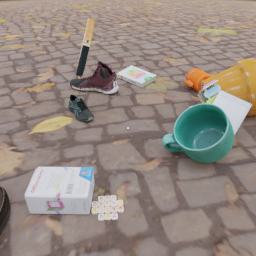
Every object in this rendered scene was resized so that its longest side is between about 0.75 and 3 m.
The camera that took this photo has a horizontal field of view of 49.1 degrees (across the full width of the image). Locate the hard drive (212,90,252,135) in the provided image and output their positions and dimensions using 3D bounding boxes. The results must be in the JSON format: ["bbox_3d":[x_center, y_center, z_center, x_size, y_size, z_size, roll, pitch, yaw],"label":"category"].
[{"bbox_3d":[3.524,-0.312,10.414,1.264,1.917,0.256,30,-2,21],"label":"hard drive"}]

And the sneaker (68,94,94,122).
[{"bbox_3d":[-2.122,-0.870,12.276,0.684,0.719,1.814,-22,40,-34],"label":"sneaker"}]

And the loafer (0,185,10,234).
[{"bbox_3d":[-3.648,2.265,7.015,1.026,1.003,2.812,-7,33,-11],"label":"loafer"}]

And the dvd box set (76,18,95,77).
[{"bbox_3d":[-1.759,-3.334,11.541,0.305,1.518,2.074,12,46,-13],"label":"dvd box set"}]

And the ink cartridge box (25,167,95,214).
[{"bbox_3d":[-1.899,1.768,8.060,1.718,0.727,1.242,2,32,1],"label":"ink cartridge box"}]

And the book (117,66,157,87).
[{"bbox_3d":[0.481,-2.879,15.788,1.891,0.454,1.263,28,45,34],"label":"book"}]

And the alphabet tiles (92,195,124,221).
[{"bbox_3d":[-0.577,2.241,7.940,0.905,0.066,0.886,-3,32,-3],"label":"alphabet tiles"}]

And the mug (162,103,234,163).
[{"bbox_3d":[2.504,0.235,9.647,2.195,1.357,1.804,14,69,40],"label":"mug"}]

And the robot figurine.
[{"bbox_3d":[3.704,-2.489,14.568,1.013,1.249,1.736,34,12,-36],"label":"robot figurine"}]

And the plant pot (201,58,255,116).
[{"bbox_3d":[4.441,-1.546,12.119,2.196,2.398,2.398,-14,31,9],"label":"plant pot"}]

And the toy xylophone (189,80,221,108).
[{"bbox_3d":[3.408,-0.657,11.012,1.631,2.228,0.560,-39,10,-14],"label":"toy xylophone"}]

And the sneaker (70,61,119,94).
[{"bbox_3d":[-1.755,-2.701,14.361,2.694,1.556,1.019,9,33,13],"label":"sneaker"}]
